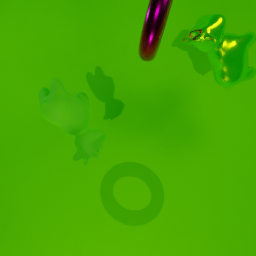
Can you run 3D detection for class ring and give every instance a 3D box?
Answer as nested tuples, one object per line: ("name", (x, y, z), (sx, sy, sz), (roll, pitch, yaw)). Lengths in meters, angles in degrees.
("ring", (0.532, -1.967, 4.887), (0.327, 1.634, 1.634), (17, 79, 2))

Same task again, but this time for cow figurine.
("cow figurine", (1.765, -1.416, 5.376), (1.493, 0.833, 1.517), (-24, 115, -26))
("cow figurine", (-1.012, -0.077, 5.153), (0.759, 1.383, 1.361), (-29, 55, 25))
